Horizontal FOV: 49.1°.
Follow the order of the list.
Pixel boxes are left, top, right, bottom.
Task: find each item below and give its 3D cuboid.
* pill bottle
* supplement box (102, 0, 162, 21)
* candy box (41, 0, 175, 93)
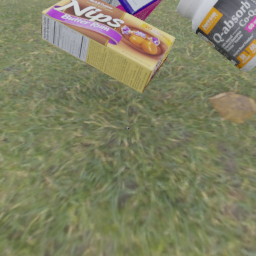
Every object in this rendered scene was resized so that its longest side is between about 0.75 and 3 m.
[{"bbox_3d":[2.407,-2.555,6.731,2.325,1.353,1.353,40,50,4],"label":"pill bottle"},{"bbox_3d":[-0.328,-3.580,8.288,1.515,2.932,1.483,-39,98,-22],"label":"supplement box"},{"bbox_3d":[-0.404,-1.954,6.097,2.517,0.711,1.468,30,50,5],"label":"candy box"}]
